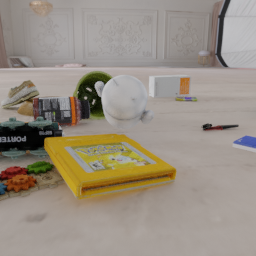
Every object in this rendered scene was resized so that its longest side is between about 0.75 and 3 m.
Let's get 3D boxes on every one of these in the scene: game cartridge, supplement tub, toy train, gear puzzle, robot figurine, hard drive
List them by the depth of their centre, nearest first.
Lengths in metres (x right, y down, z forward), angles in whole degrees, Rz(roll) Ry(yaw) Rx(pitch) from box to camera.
[{"bbox_3d":[-1.974,0.943,5.842,2.339,0.306,1.212,-10,19,-33],"label":"gear puzzle"},{"bbox_3d":[-0.505,0.652,6.186,2.146,0.395,2.434,-3,20,-30],"label":"game cartridge"},{"bbox_3d":[-2.899,0.220,7.301,2.478,1.056,1.412,-3,6,-10],"label":"toy train"},{"bbox_3d":[3.733,0.504,7.673,0.906,0.174,1.373,-15,21,-43],"label":"hard drive"},{"bbox_3d":[-0.101,-0.706,7.972,1.864,1.241,2.198,27,-13,6],"label":"robot figurine"},{"bbox_3d":[-2.380,-0.606,10.090,1.943,1.039,1.039,-4,16,-16],"label":"supplement tub"}]

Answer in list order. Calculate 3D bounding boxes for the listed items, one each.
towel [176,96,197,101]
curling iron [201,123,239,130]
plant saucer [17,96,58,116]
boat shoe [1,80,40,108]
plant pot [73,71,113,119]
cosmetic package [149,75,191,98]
[{"bbox_3d":[3.189,-1.597,15.326,1.189,0.135,0.854,3,15,12],"label":"towel"},{"bbox_3d":[3.153,-0.032,9.534,1.378,0.176,0.342,0,-22,-13],"label":"curling iron"},{"bbox_3d":[-3.609,-1.057,12.733,2.733,0.484,2.733,0,16,0],"label":"plant saucer"},{"bbox_3d":[-4.998,-1.530,12.782,2.244,0.768,0.839,-17,8,26],"label":"boat shoe"},{"bbox_3d":[-1.536,-1.304,11.756,1.898,1.898,1.803,-8,5,-27],"label":"plant pot"},{"bbox_3d":[2.478,-2.484,16.525,2.367,1.200,0.843,-6,17,-16],"label":"cosmetic package"}]
